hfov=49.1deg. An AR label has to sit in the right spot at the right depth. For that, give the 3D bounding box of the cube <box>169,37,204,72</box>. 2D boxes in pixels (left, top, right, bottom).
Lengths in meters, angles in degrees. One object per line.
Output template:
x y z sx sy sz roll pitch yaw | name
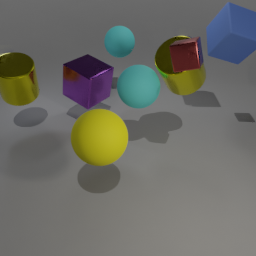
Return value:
1.547 -1.930 7.351 0.700 0.700 0.700 -4 24 24 | cube

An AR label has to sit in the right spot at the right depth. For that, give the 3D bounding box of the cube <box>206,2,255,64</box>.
3.908 -3.458 10.384 1.400 1.400 1.400 11 66 -16 | cube

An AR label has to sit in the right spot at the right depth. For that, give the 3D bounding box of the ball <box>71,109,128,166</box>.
-0.697 0.231 6.891 1.400 1.400 1.400 0 33 0 | ball

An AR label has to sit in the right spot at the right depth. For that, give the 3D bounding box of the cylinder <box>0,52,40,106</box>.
-4.022 -1.762 10.165 1.400 1.400 1.400 4 52 -5 | cylinder

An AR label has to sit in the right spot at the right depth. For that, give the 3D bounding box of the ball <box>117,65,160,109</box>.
0.343 -1.331 9.060 1.400 1.400 1.400 0 33 0 | ball

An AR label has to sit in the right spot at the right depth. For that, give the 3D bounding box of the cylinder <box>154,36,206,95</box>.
1.717 -1.976 9.052 1.400 1.400 1.400 -9 66 21 | cylinder

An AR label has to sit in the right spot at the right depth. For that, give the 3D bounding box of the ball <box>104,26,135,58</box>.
-0.384 -3.947 12.851 1.400 1.400 1.400 0 33 0 | ball

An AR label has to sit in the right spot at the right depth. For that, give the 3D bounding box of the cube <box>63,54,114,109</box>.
-1.583 -1.843 11.026 1.400 1.400 1.400 31 43 21 | cube
